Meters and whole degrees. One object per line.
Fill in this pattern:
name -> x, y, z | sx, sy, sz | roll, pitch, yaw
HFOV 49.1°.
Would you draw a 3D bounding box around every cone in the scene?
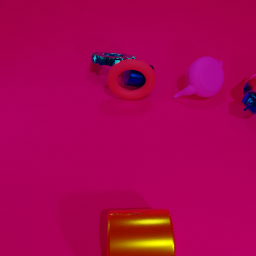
cone -> 4.105, -1.485, 9.025 | 1.184, 1.184, 1.188 | 1, 32, 1

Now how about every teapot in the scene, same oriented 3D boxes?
teapot -> 3.626, -0.694, 8.176 | 0.579, 1.182, 0.735 | -42, 72, 17
teapot -> 2.308, -1.562, 8.891 | 2.009, 1.249, 0.983 | -41, 20, -16

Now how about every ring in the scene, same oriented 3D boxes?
ring -> 0.105, -1.444, 8.481 | 1.471, 1.471, 0.294 | 1, 49, 1

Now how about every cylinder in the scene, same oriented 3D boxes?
cylinder -> 0.234, 2.290, 5.653 | 1.251, 1.251, 1.251 | -2, 51, -1
cylinder -> 0.333, -1.698, 9.009 | 0.796, 0.796, 0.796 | 7, 49, -18

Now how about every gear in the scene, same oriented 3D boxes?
gear -> -0.500, -2.360, 9.587 | 1.485, 0.275, 1.485 | 5, 22, -2
